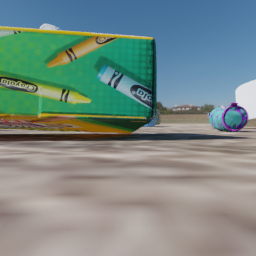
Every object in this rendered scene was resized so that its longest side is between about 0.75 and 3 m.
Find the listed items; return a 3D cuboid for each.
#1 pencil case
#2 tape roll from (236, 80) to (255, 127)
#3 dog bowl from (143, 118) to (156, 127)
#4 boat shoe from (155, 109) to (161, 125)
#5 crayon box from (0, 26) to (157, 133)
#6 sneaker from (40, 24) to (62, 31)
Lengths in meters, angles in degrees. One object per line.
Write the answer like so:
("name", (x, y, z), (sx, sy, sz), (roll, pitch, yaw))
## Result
("pencil case", (1.669, -0.172, 4.739), (0.428, 0.464, 1.005), (3, 2, 4))
("tape roll", (4.244, -0.620, 7.215), (2.761, 0.966, 2.761), (-1, -7, 0))
("dog bowl", (0.390, -0.217, 10.859), (1.412, 0.350, 0.787), (0, 1, -4))
("boat shoe", (0.573, -0.524, 12.239), (0.919, 0.976, 2.718), (-1, -6, 27))
("crayon box", (-1.087, -0.386, 2.871), (2.522, 0.735, 1.498), (2, -5, -6))
("sneaker", (-2.699, -3.211, 10.606), (0.761, 2.031, 0.880), (-46, -6, 20))
